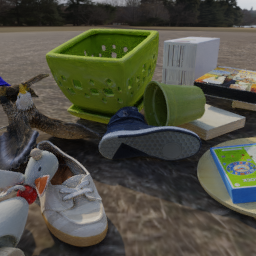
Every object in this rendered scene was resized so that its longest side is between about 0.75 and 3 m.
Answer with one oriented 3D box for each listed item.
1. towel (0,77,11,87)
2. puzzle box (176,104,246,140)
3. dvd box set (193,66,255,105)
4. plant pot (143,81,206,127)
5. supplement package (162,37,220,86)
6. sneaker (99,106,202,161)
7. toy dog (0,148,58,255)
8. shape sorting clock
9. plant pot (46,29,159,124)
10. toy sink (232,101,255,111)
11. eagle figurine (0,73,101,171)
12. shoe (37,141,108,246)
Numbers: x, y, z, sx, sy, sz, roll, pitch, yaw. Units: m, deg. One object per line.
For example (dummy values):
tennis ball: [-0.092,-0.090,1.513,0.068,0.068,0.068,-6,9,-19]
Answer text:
towel: [-6.010,-1.841,11.957,1.667,0.559,2.258,-15,27,-33]
puzzle box: [2.064,-0.406,8.898,1.745,0.333,2.622,-15,27,-31]
dvd box set: [3.778,-1.596,9.873,2.113,0.425,2.889,17,29,29]
plant pot: [1.319,-0.626,7.659,1.334,1.451,1.451,-9,25,-19]
supplement package: [2.795,-2.844,12.342,1.483,2.083,2.675,15,27,31]
sneaker: [0.574,0.058,7.093,2.366,0.900,1.710,1,26,6]
toy dog: [-1.798,1.061,3.948,1.496,1.092,2.268,-9,41,0]
shape sorting clock: [2.756,0.897,5.604,2.656,0.521,2.656,-7,22,3]
plant pot: [-0.579,-1.551,8.701,2.569,2.331,2.556,12,39,24]
toy sink: [4.140,-1.084,10.097,1.160,0.650,0.756,14,27,25]
eagle figurine: [-2.394,-0.135,6.997,2.176,2.164,2.868,-42,68,0]
shoe: [-1.185,1.029,5.052,0.952,0.726,2.722,-13,26,-28]
